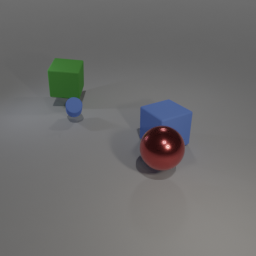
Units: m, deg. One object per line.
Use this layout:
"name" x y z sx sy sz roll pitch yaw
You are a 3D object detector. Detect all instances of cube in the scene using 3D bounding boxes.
"cube" 1.401 -0.096 10.627 1.400 1.400 1.400 -16 33 -27
"cube" -2.901 -2.352 13.307 1.400 1.400 1.400 5 37 -1

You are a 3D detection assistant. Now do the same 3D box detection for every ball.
"ball" 1.060 0.619 8.696 1.400 1.400 1.400 0 31 0

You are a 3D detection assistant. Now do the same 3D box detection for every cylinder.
"cylinder" -2.330 -0.884 12.079 0.700 0.700 0.700 -8 -11 -13
